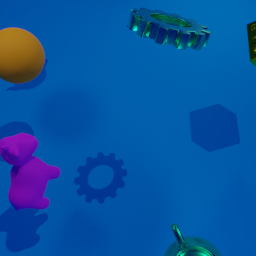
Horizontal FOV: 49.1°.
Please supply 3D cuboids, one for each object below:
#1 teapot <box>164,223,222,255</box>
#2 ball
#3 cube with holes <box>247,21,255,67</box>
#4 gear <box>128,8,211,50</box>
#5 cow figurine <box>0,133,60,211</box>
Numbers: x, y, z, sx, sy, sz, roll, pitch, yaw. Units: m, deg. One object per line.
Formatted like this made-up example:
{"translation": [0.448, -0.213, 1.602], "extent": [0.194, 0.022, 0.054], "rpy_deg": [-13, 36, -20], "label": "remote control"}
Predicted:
{"translation": [1.118, 2.397, 4.564], "extent": [1.077, 0.848, 1.732], "rpy_deg": [-24, 70, -1], "label": "teapot"}
{"translation": [-2.500, -1.609, 6.286], "extent": [1.214, 1.214, 1.214], "rpy_deg": [0, 65, 0], "label": "ball"}
{"translation": [3.517, -1.953, 6.536], "extent": [1.018, 1.018, 1.018], "rpy_deg": [-14, 64, 42], "label": "cube with holes"}
{"translation": [0.691, -1.701, 4.744], "extent": [1.361, 0.252, 1.361], "rpy_deg": [10, 33, -7], "label": "gear"}
{"translation": [-2.080, 0.887, 5.532], "extent": [0.829, 1.486, 1.510], "rpy_deg": [12, 81, 35], "label": "cow figurine"}
